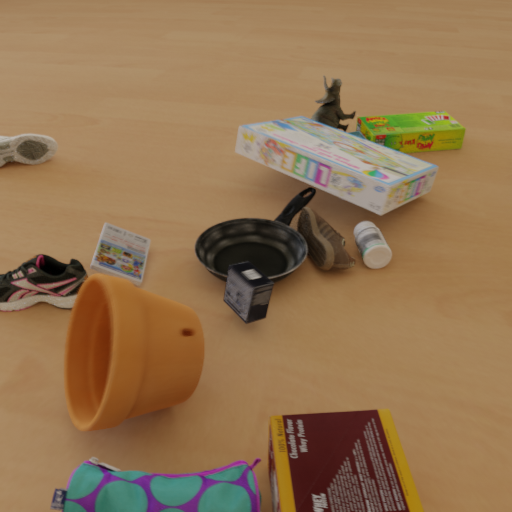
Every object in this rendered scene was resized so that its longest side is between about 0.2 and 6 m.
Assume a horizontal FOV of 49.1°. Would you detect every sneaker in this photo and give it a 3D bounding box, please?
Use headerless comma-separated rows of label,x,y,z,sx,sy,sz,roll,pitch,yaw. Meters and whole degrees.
sneaker,1.395,-0.303,11.462,0.733,0.684,1.941,9,34,-21
sneaker,-4.002,0.372,10.074,2.136,0.922,0.858,-3,33,-2
sneaker,-6.418,-2.923,14.920,2.154,0.839,1.070,-9,33,-14

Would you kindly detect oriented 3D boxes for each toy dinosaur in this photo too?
toy dinosaur,2.017,-3.733,15.843,1.271,0.956,2.485,22,74,-3

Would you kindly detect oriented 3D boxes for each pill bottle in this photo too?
pill bottle,2.317,-0.242,11.267,0.568,0.568,1.004,-3,35,-4

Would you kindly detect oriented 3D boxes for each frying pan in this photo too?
frying pan,0.012,-0.474,11.607,2.204,0.593,3.643,6,34,7

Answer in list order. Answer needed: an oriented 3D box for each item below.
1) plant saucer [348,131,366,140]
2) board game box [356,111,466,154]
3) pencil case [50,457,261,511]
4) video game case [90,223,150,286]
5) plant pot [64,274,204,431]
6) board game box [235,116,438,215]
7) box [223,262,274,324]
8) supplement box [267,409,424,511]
plant saucer,2.796,-2.524,14.612,0.871,0.236,2.491,-12,42,-11
board game box,4.320,-3.483,15.846,2.673,0.636,1.358,-6,35,-8
pencil case,-1.076,2.872,6.435,2.270,0.966,1.049,1,70,-1
video game case,-2.605,-0.051,10.878,0.974,0.123,1.360,22,34,-18
plant pot,-1.678,1.357,7.838,1.444,2.064,2.064,10,27,-32
board game box,1.865,-2.261,13.102,3.961,0.678,2.663,29,32,29
box,-0.144,0.613,9.493,0.461,0.742,0.748,-11,37,-35
supplement box,0.956,2.750,6.603,1.523,1.011,1.502,-3,35,-4
